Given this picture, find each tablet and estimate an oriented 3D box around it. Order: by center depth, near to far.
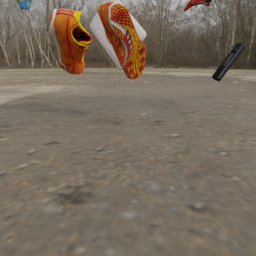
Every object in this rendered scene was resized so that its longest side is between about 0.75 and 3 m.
[{"bbox_3d":[-0.446,-3.428,9.822,0.167,1.590,2.444,-4,54,-49],"label":"tablet"}]

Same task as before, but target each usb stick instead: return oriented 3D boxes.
[{"bbox_3d":[3.988,-2.615,11.134,0.279,1.713,0.475,33,6,-33],"label":"usb stick"}]

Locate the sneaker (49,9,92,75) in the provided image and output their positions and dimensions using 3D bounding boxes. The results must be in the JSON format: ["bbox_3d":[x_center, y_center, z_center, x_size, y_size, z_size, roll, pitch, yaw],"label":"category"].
[{"bbox_3d":[-1.763,-2.667,9.406,1.144,1.082,2.966,8,-19,3],"label":"sneaker"}]

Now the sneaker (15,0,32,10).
[{"bbox_3d":[-3.313,-4.315,9.424,1.050,0.552,0.398,-7,21,32],"label":"sneaker"}]

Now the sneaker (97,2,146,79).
[{"bbox_3d":[-0.126,-2.573,8.345,0.903,2.475,0.955,-35,41,-17],"label":"sneaker"}]

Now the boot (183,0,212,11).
[{"bbox_3d":[2.365,-4.189,9.443,0.682,0.945,0.342,51,24,10],"label":"boot"}]
